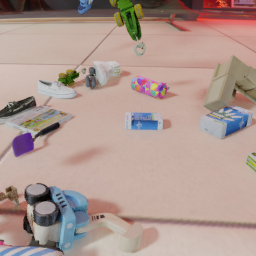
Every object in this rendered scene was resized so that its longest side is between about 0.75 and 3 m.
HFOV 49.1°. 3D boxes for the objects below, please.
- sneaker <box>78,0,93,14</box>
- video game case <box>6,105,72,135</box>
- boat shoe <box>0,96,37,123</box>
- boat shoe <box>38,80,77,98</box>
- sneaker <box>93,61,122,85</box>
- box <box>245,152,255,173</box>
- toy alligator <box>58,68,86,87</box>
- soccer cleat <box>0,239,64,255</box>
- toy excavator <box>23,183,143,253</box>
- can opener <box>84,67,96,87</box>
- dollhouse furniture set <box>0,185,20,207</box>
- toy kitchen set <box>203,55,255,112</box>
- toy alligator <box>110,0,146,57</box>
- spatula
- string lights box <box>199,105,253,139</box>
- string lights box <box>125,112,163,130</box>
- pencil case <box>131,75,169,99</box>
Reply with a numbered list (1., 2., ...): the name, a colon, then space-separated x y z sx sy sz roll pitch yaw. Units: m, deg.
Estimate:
1. sneaker: -1.426 -4.480 9.587 0.429 1.161 0.477 43 19 28
2. video game case: -3.123 -0.302 9.925 1.545 0.194 1.697 15 31 26
3. boat shoe: -4.210 -0.707 10.240 0.654 0.589 1.849 21 35 33
4. boat shoe: -3.094 -1.711 12.053 1.906 0.623 0.701 9 30 15
5. sneaker: -0.926 -2.827 13.857 1.396 0.890 2.416 -5 32 -11
6. box: 4.416 0.951 7.412 2.159 0.375 1.188 -8 30 -15
7. toy alligator: -2.756 -2.417 13.268 0.515 0.710 2.143 13 31 22
8. soccer cleat: -2.106 2.327 4.522 2.128 0.743 0.919 -2 42 4
9. toy excavator: -0.899 1.782 5.466 1.907 0.952 1.854 -5 26 -32
10. can opener: -1.807 -2.469 13.361 0.537 0.673 2.013 -2 21 -9
11. dollhouse furniture set: -3.036 1.728 5.823 0.708 0.604 1.365 15 28 31
12. toy kitchen set: 4.026 -1.151 10.961 2.266 1.848 2.044 30 69 -16
13. toy alligator: 0.068 -3.433 8.822 0.878 2.649 0.636 -15 -5 15
14. spatula: -2.766 0.217 8.711 0.219 0.602 2.129 2 21 21
15. string lights box: 3.329 -0.241 9.462 1.707 0.503 0.877 -20 32 -32
16. string lights box: 0.536 -0.248 9.621 1.262 0.372 0.649 1 29 2
17. pencil case: 0.922 -1.799 12.125 1.706 0.754 0.754 22 36 37
